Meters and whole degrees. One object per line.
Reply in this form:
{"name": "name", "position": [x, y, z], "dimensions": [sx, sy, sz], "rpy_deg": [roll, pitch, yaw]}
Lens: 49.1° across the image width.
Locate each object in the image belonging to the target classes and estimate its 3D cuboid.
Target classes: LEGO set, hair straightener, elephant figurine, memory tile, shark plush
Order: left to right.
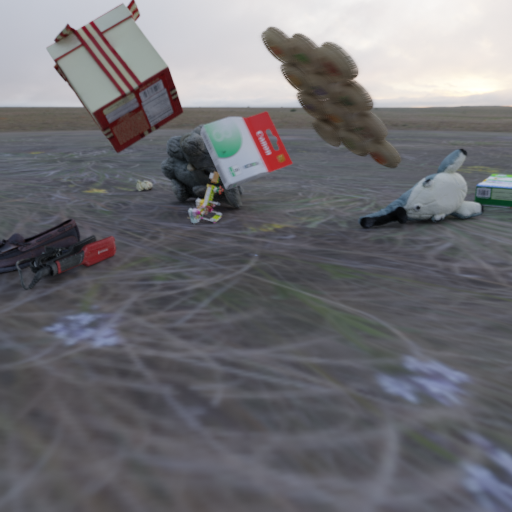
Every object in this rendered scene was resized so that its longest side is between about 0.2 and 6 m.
{"name": "hair straightener", "position": [-3.122, 0.086, 8.992], "dimensions": [0.803, 0.427, 2.087], "rpy_deg": [5, 21, 17]}
{"name": "LEGO set", "position": [-0.984, -1.203, 12.532], "dimensions": [0.536, 0.663, 1.441], "rpy_deg": [16, 55, 17]}
{"name": "elephant figurine", "position": [-0.981, -2.138, 13.784], "dimensions": [2.400, 2.189, 3.094], "rpy_deg": [-24, 18, -24]}
{"name": "memory tile", "position": [1.396, -2.880, 10.456], "dimensions": [2.393, 0.262, 3.122], "rpy_deg": [39, -4, 43]}
{"name": "shark plush", "position": [3.714, -1.046, 12.691], "dimensions": [3.431, 1.559, 1.429], "rpy_deg": [-35, 12, -30]}

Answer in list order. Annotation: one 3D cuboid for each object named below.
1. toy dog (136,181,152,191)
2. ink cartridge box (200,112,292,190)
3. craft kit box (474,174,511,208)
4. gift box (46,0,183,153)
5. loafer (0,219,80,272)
{"name": "toy dog", "position": [-3.288, -2.052, 16.589], "dimensions": [0.451, 0.315, 0.437], "rpy_deg": [-11, -16, -30]}
{"name": "ink cartridge box", "position": [-0.116, -1.782, 9.104], "dimensions": [1.299, 1.046, 0.325], "rpy_deg": [-24, -4, -19]}
{"name": "craft kit box", "position": [7.292, -1.669, 14.689], "dimensions": [2.571, 0.624, 2.539], "rpy_deg": [10, 21, 30]}
{"name": "gift box", "position": [-2.482, -3.312, 10.039], "dimensions": [1.796, 1.817, 1.946], "rpy_deg": [-33, -15, -12]}
{"name": "loafer", "position": [-3.846, -0.185, 9.329], "dimensions": [0.709, 0.621, 1.971], "rpy_deg": [13, 21, 39]}
